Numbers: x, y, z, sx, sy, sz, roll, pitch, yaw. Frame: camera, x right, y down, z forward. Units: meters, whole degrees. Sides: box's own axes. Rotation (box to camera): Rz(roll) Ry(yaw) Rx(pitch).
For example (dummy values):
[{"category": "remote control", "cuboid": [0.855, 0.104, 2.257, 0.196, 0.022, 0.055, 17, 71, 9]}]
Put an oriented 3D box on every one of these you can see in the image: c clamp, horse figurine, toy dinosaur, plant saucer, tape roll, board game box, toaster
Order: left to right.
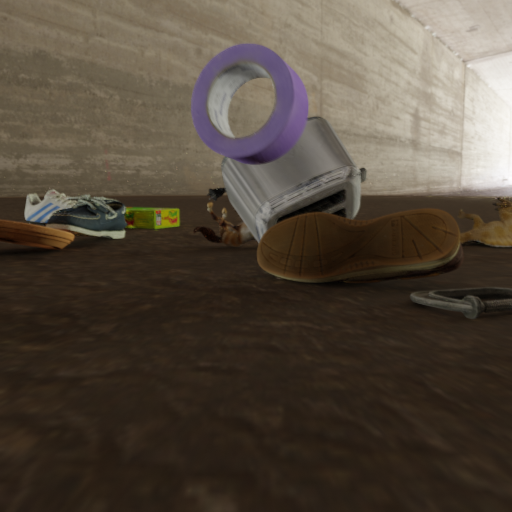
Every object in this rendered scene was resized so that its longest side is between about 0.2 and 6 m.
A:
[{"category": "plant saucer", "cuboid": [-3.916, -0.347, 9.494, 1.572, 0.294, 1.572, 8, -5, 1]}, {"category": "board game box", "cuboid": [-3.153, -1.019, 14.895, 2.014, 0.480, 1.023, 4, 9, 30]}, {"category": "horse figurine", "cuboid": [-0.215, -0.523, 9.976, 1.717, 1.138, 0.429, -11, 45, 5]}, {"category": "tape roll", "cuboid": [-0.078, -1.765, 6.618, 1.300, 1.300, 0.552, 3, -1, 23]}, {"category": "toaster", "cuboid": [0.512, -1.052, 8.662, 2.325, 1.321, 1.502, -23, 52, -9]}, {"category": "c clamp", "cuboid": [2.309, 0.408, 5.276, 1.521, 0.206, 1.300, -2, 8, -15]}, {"category": "toy dinosaur", "cuboid": [4.762, -0.485, 10.608, 2.984, 0.868, 1.509, -8, 20, 8]}]

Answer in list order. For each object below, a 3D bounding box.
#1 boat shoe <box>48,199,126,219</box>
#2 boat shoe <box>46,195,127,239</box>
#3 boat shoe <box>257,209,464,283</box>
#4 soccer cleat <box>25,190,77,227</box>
[{"category": "boat shoe", "cuboid": [-3.891, -0.966, 13.377, 0.648, 0.785, 2.097, 4, 10, 38]}, {"category": "boat shoe", "cuboid": [-3.201, -0.773, 10.911, 0.991, 0.819, 2.647, 10, 4, 13]}, {"category": "boat shoe", "cuboid": [1.213, -0.005, 6.744, 2.459, 0.887, 0.885, -6, -27, 27]}, {"category": "soccer cleat", "cuboid": [-4.911, -1.194, 14.319, 2.274, 0.982, 0.794, 2, 8, 12]}]
